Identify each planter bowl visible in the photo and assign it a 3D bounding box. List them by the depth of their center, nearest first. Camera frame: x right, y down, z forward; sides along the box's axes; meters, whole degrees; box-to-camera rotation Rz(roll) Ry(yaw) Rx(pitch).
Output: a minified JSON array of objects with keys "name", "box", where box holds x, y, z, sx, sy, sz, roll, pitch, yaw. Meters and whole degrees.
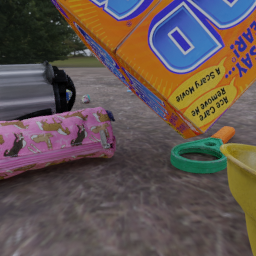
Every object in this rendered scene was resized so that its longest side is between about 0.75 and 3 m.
[{"name":"planter bowl","box":[1.775,0.957,2.187,2.371,0.988,2.371,14,9,-2]}]

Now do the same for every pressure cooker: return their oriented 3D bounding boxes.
[{"name":"pressure cooker","box":[-2.364,-0.662,6.931,2.163,1.932,1.903,-9,14,-27]}]

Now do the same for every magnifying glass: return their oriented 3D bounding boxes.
[{"name":"magnifying glass","box":[1.852,0.383,6.202,1.103,0.310,2.772,9,17,33]}]

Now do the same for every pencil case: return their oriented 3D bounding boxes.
[{"name":"pencil case","box":[-1.507,0.268,5.123,2.643,1.094,1.143,-9,-16,-31]}]

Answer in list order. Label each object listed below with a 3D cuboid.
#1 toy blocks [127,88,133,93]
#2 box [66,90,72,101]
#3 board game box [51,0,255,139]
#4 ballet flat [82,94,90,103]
[{"name":"toy blocks","box":[0.762,-2.080,15.045,1.569,0.570,1.308,1,15,3]},{"name":"box","box":[-3.282,-1.535,13.097,1.415,0.496,0.455,3,15,10]},{"name":"board game box","box":[1.004,-1.888,4.789,2.960,2.962,2.959,44,3,8]},{"name":"ballet flat","box":[-1.910,-1.311,12.685,0.362,0.351,1.016,-21,17,-2]}]
